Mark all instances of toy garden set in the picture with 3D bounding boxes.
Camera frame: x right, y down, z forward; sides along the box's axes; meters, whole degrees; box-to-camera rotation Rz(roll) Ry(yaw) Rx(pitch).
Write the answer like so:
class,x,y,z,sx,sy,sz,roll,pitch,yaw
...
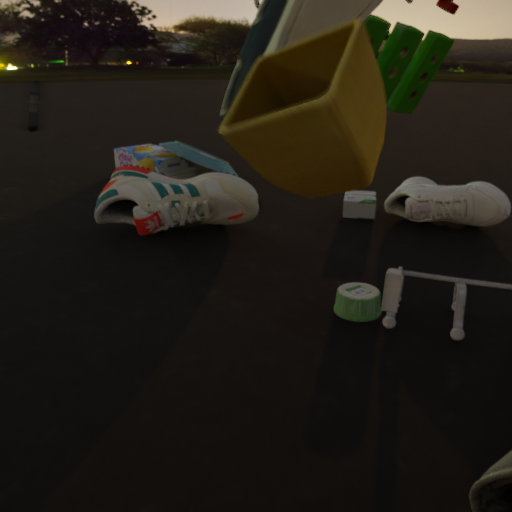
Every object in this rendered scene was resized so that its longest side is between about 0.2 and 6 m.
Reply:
class,x,y,z,sx,sy,sz,roll,pitch,yaw
toy garden set,1.634,-3.025,7.236,2.676,2.231,0.534,-7,46,-40

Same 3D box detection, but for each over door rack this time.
class,x,y,z,sx,sy,sz,roll,pitch,yaw
over door rack,2.151,0.563,5.835,1.612,0.727,2.183,7,1,16

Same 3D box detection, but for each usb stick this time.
class,x,y,z,sx,sy,sz,roll,pitch,yaw
usb stick,-3.129,-2.104,7.893,0.122,0.747,0.207,6,-20,-28

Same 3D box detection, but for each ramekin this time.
class,x,y,z,sx,sy,sz,roll,pitch,yaw
ramekin,1.228,0.542,6.753,0.575,0.281,0.575,0,21,0

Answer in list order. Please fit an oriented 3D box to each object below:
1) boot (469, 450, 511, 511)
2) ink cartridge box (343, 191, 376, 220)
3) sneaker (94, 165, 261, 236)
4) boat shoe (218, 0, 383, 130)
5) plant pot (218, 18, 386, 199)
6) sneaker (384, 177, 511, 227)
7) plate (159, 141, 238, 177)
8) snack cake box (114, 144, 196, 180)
class,x,y,z,sx,sy,sz,roll,pitch,yaw
boot,3.258,1.095,3.605,2.987,1.084,2.716,-10,-9,-41
ink cartridge box,1.958,-0.974,10.583,0.599,0.340,0.817,4,22,11
sneaker,-1.385,-0.758,9.521,2.865,1.009,1.340,9,43,12
boat shoe,0.506,-2.277,5.244,1.072,2.863,0.885,16,10,-40
plant pot,0.486,-0.995,4.275,0.949,0.977,0.955,-7,47,37
sneaker,3.277,-0.820,9.817,1.094,0.822,2.195,-30,28,-35
plate,-1.294,-2.309,13.072,1.991,0.254,1.991,22,11,-4
snack cake box,-2.411,-2.187,13.313,1.074,0.628,1.868,-21,30,-40
